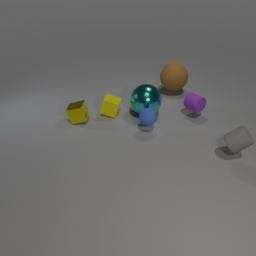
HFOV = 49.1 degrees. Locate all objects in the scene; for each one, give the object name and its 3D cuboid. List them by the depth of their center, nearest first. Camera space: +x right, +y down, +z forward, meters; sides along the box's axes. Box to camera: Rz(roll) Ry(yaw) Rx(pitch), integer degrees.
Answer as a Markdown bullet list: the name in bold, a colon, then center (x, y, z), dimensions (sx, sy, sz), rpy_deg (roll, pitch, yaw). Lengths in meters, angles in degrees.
- **cylinder**: center (3.671, 0.376, 9.278), dimensions (0.700, 0.700, 0.700), rpy_deg (-35, 17, 29)
- **ball**: center (0.785, -0.423, 11.031), dimensions (0.700, 0.700, 0.700), rpy_deg (0, 31, 0)
- **cube**: center (-2.115, -0.669, 11.845), dimensions (0.700, 0.700, 0.700), rpy_deg (-12, 29, 12)
- **cylinder**: center (2.888, -1.106, 12.092), dimensions (0.700, 0.700, 0.700), rpy_deg (-22, 36, -32)
- **ball**: center (0.784, -1.216, 12.203), dimensions (1.400, 1.400, 1.400), rpy_deg (0, 31, 0)
- **cube**: center (-0.755, -0.979, 12.351), dimensions (0.700, 0.700, 0.700), rpy_deg (18, 31, -1)
- **ball**: center (2.315, -2.576, 14.050), dimensions (1.400, 1.400, 1.400), rpy_deg (0, 31, 0)
